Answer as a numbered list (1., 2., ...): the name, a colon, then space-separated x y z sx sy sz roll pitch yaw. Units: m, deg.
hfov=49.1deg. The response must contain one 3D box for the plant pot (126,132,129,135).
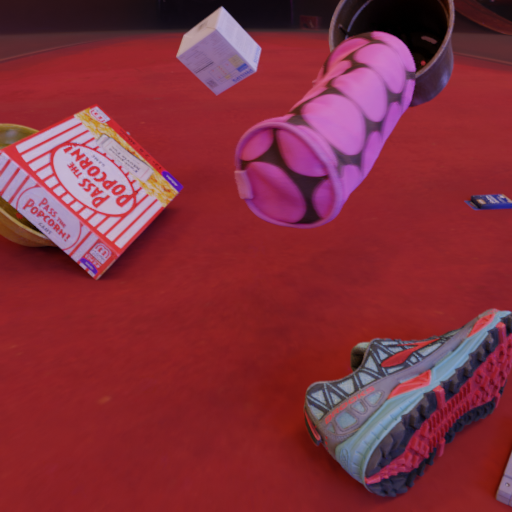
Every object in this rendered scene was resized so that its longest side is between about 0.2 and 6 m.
1. plant pot: -3.678 -3.019 15.025 0.647 0.645 0.659 0 19 -1

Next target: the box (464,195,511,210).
1. box: 4.953 -1.142 11.909 0.884 0.143 0.535 -4 28 -5

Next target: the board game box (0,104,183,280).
1. board game box: -2.875 -1.288 10.055 2.393 0.731 3.159 43 29 -11

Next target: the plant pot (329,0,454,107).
1. plant pot: 1.839 -2.617 7.078 1.447 1.447 1.433 15 5 27

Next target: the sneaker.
1. sneaker: 1.769 1.212 6.235 3.049 1.209 1.456 -22 33 -36

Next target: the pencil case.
1. pencil case: 0.667 -1.222 5.246 1.147 1.111 2.448 7 36 27

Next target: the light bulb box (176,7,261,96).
1. light bulb box: -0.759 -4.175 11.533 1.201 1.212 0.756 -18 48 39

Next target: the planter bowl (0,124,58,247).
1. planter bowl: -4.008 -0.987 9.996 2.655 1.106 2.655 36 30 -26

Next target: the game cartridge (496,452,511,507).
1. game cartridge: 2.935 2.125 5.551 0.783 0.232 1.208 13 30 32
